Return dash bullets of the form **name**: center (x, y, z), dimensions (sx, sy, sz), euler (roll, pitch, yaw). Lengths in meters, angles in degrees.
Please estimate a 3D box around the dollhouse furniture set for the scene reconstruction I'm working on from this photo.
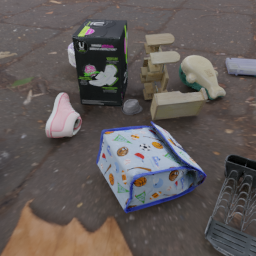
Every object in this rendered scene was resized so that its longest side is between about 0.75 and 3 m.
- **dollhouse furniture set**: center (1.482, -1.660, 9.665), dimensions (1.641, 2.165, 2.471), euler (-6, 65, -6)

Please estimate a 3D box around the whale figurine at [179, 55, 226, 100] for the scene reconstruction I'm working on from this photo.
- **whale figurine**: center (2.829, -1.845, 10.923), dimensions (1.655, 1.080, 2.081), euler (-19, 65, -32)

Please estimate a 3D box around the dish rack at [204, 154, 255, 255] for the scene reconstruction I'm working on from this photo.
- **dish rack**: center (2.877, 1.848, 6.276), dimensions (1.950, 0.693, 2.542), euler (18, 42, 23)

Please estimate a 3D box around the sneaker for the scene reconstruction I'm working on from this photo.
- **sneaker**: center (-1.933, -0.418, 9.136), dimensions (1.013, 0.729, 1.937), euler (1, 43, 4)

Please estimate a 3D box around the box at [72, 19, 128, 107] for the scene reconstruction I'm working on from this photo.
- **box**: center (-0.876, -2.362, 10.100), dimensions (1.596, 2.567, 1.907), euler (4, 38, 6)

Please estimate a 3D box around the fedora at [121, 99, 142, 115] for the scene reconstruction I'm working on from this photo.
- **fedora**: center (0.136, -0.786, 9.898), dimensions (0.782, 0.353, 0.692), euler (-25, 45, -28)

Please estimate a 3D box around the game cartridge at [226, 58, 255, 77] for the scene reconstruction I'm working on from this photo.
- **game cartridge**: center (5.353, -2.655, 12.325), dimensions (1.919, 0.368, 1.244), euler (6, 43, 7)

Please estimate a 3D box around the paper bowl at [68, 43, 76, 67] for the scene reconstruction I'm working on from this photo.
- **paper bowl**: center (-1.617, -3.117, 12.334), dimensions (1.942, 1.010, 1.942), euler (0, 38, 0)

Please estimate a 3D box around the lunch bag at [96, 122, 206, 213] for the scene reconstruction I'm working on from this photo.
- **lunch bag**: center (0.607, 0.828, 7.080), dimensions (2.234, 1.384, 1.899), euler (-4, 36, -28)
